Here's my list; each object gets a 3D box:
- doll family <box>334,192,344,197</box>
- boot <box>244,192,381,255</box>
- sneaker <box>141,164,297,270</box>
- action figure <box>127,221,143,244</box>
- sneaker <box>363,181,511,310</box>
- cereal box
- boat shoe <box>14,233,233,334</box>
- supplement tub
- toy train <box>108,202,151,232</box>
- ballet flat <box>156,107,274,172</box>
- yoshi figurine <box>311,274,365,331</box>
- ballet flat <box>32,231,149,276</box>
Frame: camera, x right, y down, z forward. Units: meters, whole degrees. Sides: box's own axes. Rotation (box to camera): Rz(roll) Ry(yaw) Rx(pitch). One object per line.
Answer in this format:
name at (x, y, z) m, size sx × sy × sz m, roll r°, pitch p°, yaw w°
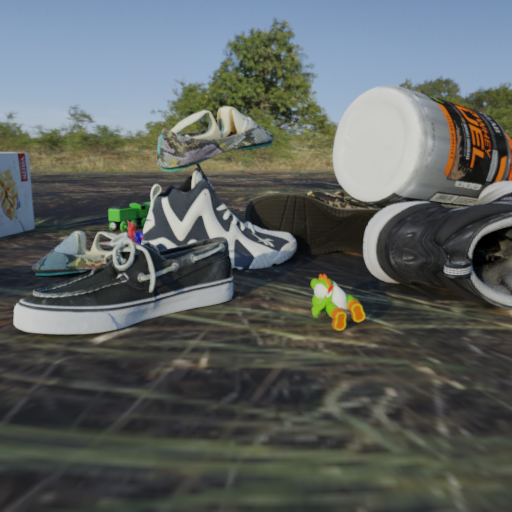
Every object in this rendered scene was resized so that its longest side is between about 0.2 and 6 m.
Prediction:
doll family at (1.644, -0.895, 12.416) m, size 1.015 × 0.737 × 1.636 m, roll -10°, pitch -10°, yaw 5°
boot at (1.045, -0.684, 10.201) m, size 2.721 × 0.996 × 2.049 m, roll 2°, pitch 11°, yaw -8°
sneaker at (-0.519, -0.629, 8.423) m, size 2.393 × 1.557 × 0.955 m, roll -2°, pitch 12°, yaw -11°
action figure at (-1.859, -0.309, 9.676) m, size 0.704 × 0.556 × 2.151 m, roll -1°, pitch 13°, yaw -17°
sneaker at (3.188, -0.138, 6.840) m, size 3.414 × 1.288 × 1.943 m, roll -9°, pitch 15°, yaw -20°
cereal box at (-5.262, -1.197, 11.084) m, size 0.466 × 1.696 × 2.357 m, roll 2°, pitch 12°, yaw 10°
boat shoe at (-1.260, 0.208, 5.874) m, size 2.496 × 0.852 × 0.922 m, roll -8°, pitch 13°, yaw -36°
supplement tub at (2.505, -1.414, 8.032) m, size 2.602 × 1.594 × 1.594 m, roll 0°, pitch 8°, yaw -38°
toy train at (-2.588, -0.934, 12.674) m, size 0.433 × 0.585 × 2.075 m, roll 5°, pitch 12°, yaw 25°
ballet flat at (-0.545, -1.822, 8.321) m, size 2.138 × 0.769 × 0.769 m, roll -23°, pitch 23°, yaw -37°
yoshi figurine at (0.773, 0.491, 5.603) m, size 0.423 × 0.421 × 0.752 m, roll 27°, pitch 12°, yaw -28°
ballet flat at (-2.236, -0.030, 7.765) m, size 1.758 × 0.625 × 0.608 m, roll 1°, pitch 12°, yaw 7°
